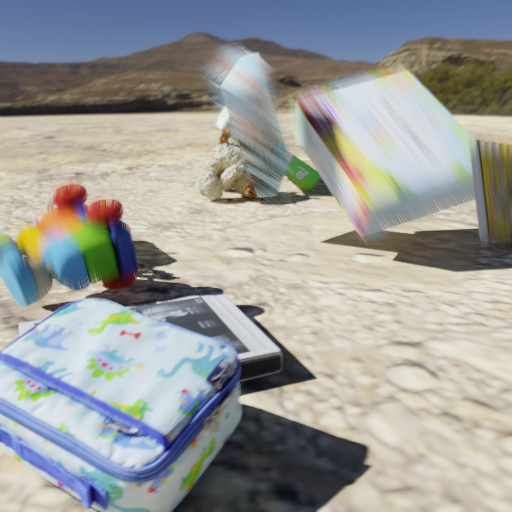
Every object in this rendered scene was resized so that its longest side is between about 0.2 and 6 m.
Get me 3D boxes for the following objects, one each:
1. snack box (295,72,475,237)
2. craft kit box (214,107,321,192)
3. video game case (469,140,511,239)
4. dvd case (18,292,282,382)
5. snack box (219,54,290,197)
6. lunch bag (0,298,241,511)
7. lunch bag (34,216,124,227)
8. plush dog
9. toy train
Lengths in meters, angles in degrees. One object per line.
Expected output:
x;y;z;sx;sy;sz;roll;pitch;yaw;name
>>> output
2.155;-1.787;9.294;2.226;0.893;2.640;-17;53;-10;snack box
0.218;-2.882;14.829;2.745;0.666;2.711;32;14;-16;craft kit box
2.996;-0.757;6.583;1.025;1.135;0.145;2;-11;-23;video game case
-1.121;0.909;5.568;2.270;0.281;1.706;-7;19;-22;dvd case
0.031;-2.151;9.362;0.378;2.038;1.184;-5;38;22;snack box
-1.045;1.027;4.066;1.708;0.704;1.373;19;35;25;lunch bag
-2.830;-0.314;8.904;1.302;0.668;1.619;-11;19;-23;lunch bag
-0.279;-1.991;13.318;1.708;1.596;1.989;26;21;4;plush dog
-2.775;-0.209;7.142;1.492;1.091;2.578;-26;34;-36;toy train
